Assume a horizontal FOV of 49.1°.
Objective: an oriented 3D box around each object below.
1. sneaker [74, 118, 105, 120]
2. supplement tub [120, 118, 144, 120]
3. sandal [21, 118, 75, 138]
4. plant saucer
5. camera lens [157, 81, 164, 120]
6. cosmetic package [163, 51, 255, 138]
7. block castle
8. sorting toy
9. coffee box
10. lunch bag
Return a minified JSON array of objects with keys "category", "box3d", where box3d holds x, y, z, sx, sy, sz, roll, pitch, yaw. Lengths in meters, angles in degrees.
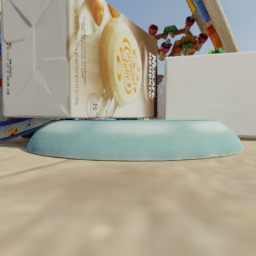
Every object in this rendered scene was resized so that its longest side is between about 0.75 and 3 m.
[{"category":"sneaker","box3d":[-2.177,-0.642,14.929,0.976,0.823,2.231,9,12,37]},{"category":"supplement tub","box3d":[0.167,-1.291,12.609,1.392,2.272,1.392,-1,1,0]},{"category":"sandal","box3d":[-1.276,-0.039,4.981,0.673,0.404,1.791,0,18,14]},{"category":"plant saucer","box3d":[0.066,0.052,2.977,2.166,0.297,2.166,1,3,0]},{"category":"camera lens","box3d":[2.213,-1.158,11.585,2.093,2.093,2.617,0,1,-12]},{"category":"cosmetic package","box3d":[2.054,-0.446,4.158,2.824,1.198,1.519,2,5,19]},{"category":"block castle","box3d":[1.180,-2.179,6.684,1.292,0.863,0.606,-19,-24,-19]},{"category":"sorting toy","box3d":[1.925,-2.187,6.471,0.336,2.283,1.687,-33,34,10]},{"category":"coffee box","box3d":[-0.380,-0.730,3.456,0.864,1.239,2.166,1,3,25]},{"category":"lunch bag","box3d":[-1.295,-0.529,3.676,0.630,1.336,1.668,23,20,20]}]
